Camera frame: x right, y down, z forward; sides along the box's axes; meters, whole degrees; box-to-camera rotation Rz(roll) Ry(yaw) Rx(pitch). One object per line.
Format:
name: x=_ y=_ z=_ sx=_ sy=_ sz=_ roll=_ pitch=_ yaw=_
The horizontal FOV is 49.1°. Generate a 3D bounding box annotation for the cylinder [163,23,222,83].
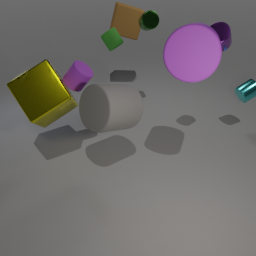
cylinder: x=1.731 y=-2.031 z=7.416 sx=1.400 sy=1.400 sz=1.400 roll=9 pitch=23 yaw=14

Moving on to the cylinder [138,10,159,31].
cylinder: x=0.824 y=-4.279 z=11.188 sx=0.700 sy=0.700 sz=0.700 roll=-5 pitch=15 yaw=-9

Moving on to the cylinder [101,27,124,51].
cylinder: x=-0.648 y=-3.632 z=11.495 sx=0.700 sy=0.700 sz=0.700 roll=-32 pitch=11 yaw=7

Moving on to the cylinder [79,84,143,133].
cylinder: x=-0.502 y=-0.609 z=8.404 sx=1.400 sy=1.400 sz=1.400 roll=27 pitch=23 yaw=37

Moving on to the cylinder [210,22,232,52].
cylinder: x=2.861 y=-2.835 z=8.757 sx=0.700 sy=0.700 sz=0.700 roll=16 pitch=-2 yaw=24

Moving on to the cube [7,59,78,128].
cube: x=-2.596 y=-1.015 z=8.781 sx=1.400 sy=1.400 sz=1.400 roll=-34 pitch=-4 yaw=-4

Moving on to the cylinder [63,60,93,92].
cylinder: x=-1.551 y=-1.608 z=8.698 sx=0.700 sy=0.700 sz=0.700 roll=32 pitch=31 yaw=-23

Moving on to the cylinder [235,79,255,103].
cylinder: x=4.683 y=-1.452 z=10.971 sx=0.700 sy=0.700 sz=0.700 roll=-33 pitch=34 yaw=4

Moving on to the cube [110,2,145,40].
cube: x=-0.074 y=-5.402 z=14.117 sx=1.400 sy=1.400 sz=1.400 roll=12 pitch=26 yaw=-11
